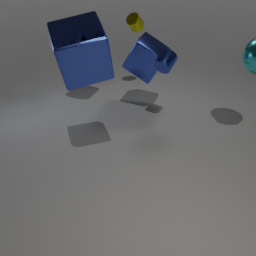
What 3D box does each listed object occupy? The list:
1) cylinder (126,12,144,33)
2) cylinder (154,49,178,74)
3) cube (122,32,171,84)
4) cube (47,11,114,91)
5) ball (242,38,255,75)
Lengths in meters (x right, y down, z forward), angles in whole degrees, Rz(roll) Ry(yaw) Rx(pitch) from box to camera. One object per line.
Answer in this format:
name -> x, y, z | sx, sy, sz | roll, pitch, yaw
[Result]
cylinder -> 0.357, -5.180, 13.761 | 0.700, 0.700, 0.700 | 18, -6, 29
cylinder -> 1.468, -2.593, 10.896 | 0.700, 0.700, 0.700 | 21, 70, 32
cube -> 0.825, -3.091, 12.320 | 1.400, 1.400, 1.400 | 33, 39, -3
cube -> -1.300, -2.146, 7.815 | 1.400, 1.400, 1.400 | -17, 52, -7
ball -> 4.767, -2.534, 9.836 | 1.400, 1.400, 1.400 | 0, 30, 0
